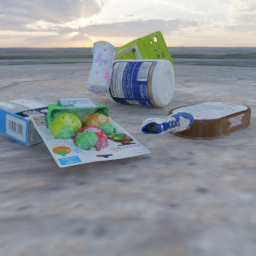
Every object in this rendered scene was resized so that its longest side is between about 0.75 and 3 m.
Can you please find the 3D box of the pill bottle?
[{"bbox_3d":[0.109,-1.597,9.753,2.745,1.523,1.523,8,18,30],"label":"pill bottle"}]

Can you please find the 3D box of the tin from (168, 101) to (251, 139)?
[{"bbox_3d":[2.128,-0.271,7.218,2.636,0.552,1.476,-14,26,-41],"label":"tin"}]

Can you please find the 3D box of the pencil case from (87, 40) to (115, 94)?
[{"bbox_3d":[-0.866,-1.954,9.002,0.699,1.682,0.763,-4,-17,37],"label":"pencil case"}]

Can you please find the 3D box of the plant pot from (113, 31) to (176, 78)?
[{"bbox_3d":[0.433,-2.542,11.350,2.077,2.067,1.885,-16,10,38],"label":"plant pot"}]

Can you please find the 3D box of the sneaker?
[{"bbox_3d":[0.763,-0.028,5.524,1.067,0.402,0.470,-12,13,22],"label":"sneaker"}]

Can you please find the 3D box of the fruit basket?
[{"bbox_3d":[-0.771,0.058,5.367,1.766,0.894,1.907,-5,23,-32],"label":"fruit basket"}]

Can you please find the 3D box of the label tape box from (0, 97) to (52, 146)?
[{"bbox_3d":[-2.052,-0.291,6.751,1.416,0.653,1.976,17,24,29],"label":"label tape box"}]
